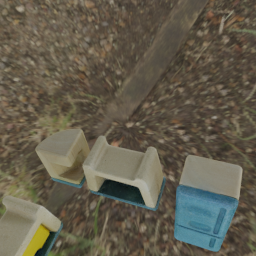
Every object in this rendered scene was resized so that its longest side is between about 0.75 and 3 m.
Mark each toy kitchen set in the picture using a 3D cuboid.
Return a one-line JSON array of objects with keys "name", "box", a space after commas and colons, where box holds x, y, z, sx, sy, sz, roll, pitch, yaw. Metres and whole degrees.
[{"name": "toy kitchen set", "box": [-0.147, 1.390, 3.499, 2.543, 1.498, 2.037, 12, 52, 18]}]
